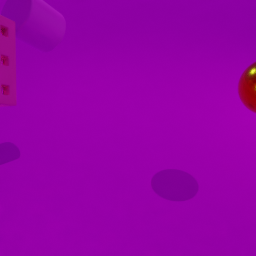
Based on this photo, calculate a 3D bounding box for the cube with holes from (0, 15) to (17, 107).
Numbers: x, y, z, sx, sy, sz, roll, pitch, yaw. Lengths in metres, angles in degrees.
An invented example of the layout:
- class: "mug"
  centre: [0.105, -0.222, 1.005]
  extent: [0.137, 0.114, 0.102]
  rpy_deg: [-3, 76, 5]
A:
- class: "cube with holes"
  centre: [-1.997, -0.761, 3.082]
  extent: [1.012, 1.012, 1.012]
  rpy_deg: [-2, -1, 22]

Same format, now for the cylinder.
- class: "cylinder"
  centre: [-1.835, -2.060, 5.472]
  extent: [0.885, 0.885, 0.885]
  rpy_deg: [28, 4, 32]

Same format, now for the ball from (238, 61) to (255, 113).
- class: "ball"
  centre: [2.603, -0.760, 5.188]
  extent: [1.061, 1.061, 1.061]
  rpy_deg: [0, 37, 0]
